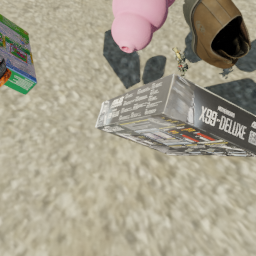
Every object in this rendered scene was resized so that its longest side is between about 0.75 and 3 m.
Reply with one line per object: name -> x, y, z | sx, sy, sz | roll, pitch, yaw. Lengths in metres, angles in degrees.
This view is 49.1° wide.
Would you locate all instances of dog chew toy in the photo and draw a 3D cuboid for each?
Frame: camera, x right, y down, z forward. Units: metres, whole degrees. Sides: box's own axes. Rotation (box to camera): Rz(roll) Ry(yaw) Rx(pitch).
dog chew toy -> 0.324, -2.860, 6.404 | 1.503, 1.503, 2.413 | 16, 78, 10

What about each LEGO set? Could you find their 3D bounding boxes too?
LEGO set -> 1.174, -1.411, 5.993 | 0.295, 1.043, 0.677 | -21, 98, 10

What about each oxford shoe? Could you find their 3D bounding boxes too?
oxford shoe -> 1.883, -1.642, 5.588 | 0.970, 2.671, 1.127 | -38, 66, 18

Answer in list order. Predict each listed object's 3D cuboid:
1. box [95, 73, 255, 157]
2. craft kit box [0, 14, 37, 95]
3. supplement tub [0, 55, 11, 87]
box -> 0.825, -0.044, 5.374 | 2.091, 2.651, 0.660 | 21, 76, -24
craft kit box -> -2.986, -1.909, 5.776 | 0.515, 2.122, 2.095 | -38, 49, 21
supplement tub -> -2.410, -1.101, 4.408 | 0.643, 1.049, 0.643 | -21, 41, 19
